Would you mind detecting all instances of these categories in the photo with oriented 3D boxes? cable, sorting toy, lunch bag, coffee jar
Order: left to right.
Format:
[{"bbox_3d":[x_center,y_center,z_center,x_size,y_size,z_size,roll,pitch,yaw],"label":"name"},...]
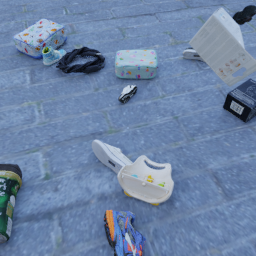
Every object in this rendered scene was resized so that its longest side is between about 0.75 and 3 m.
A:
[{"bbox_3d":[-4.231,2.307,8.946,1.309,1.071,2.510,-3,48,-3],"label":"coffee jar"},{"bbox_3d":[-4.884,-5.082,15.694,2.185,1.030,2.727,25,53,24],"label":"lunch bag"},{"bbox_3d":[-2.510,-3.561,14.548,2.564,0.651,2.092,-15,49,-12],"label":"cable"},{"bbox_3d":[0.449,-3.269,14.153,2.178,0.840,1.747,0,45,0],"label":"lunch bag"},{"bbox_3d":[0.758,1.653,9.728,1.817,0.971,1.636,17,43,14],"label":"sorting toy"}]

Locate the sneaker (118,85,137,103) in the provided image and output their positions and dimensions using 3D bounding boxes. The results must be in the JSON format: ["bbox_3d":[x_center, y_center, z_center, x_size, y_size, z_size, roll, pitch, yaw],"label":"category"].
[{"bbox_3d":[-0.090,-1.573,12.955,0.500,0.461,1.251,18,44,32],"label":"sneaker"}]

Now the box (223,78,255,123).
[{"bbox_3d":[5.250,-1.222,12.249,1.689,0.904,1.253,-30,55,-25],"label":"box"}]

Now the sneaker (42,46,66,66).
[{"bbox_3d":[-3.882,-3.987,14.731,0.577,0.946,1.450,27,53,24],"label":"sneaker"}]

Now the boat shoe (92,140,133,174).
[{"bbox_3d":[-0.524,1.038,10.431,1.946,0.690,0.679,35,40,28],"label":"boat shoe"}]

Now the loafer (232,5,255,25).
[{"bbox_3d":[4.654,-4.387,10.942,0.514,0.518,1.422,20,4,-13],"label":"loafer"}]

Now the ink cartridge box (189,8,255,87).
[{"bbox_3d":[3.375,-2.691,9.678,0.541,1.834,2.291,-43,90,-18],"label":"ink cartridge box"}]

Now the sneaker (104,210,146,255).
[{"bbox_3d":[0.087,3.483,7.981,1.062,1.020,2.709,-9,50,-15],"label":"sneaker"}]

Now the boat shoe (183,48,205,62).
[{"bbox_3d":[3.904,-3.948,14.905,1.937,0.665,0.548,13,49,14],"label":"boat shoe"}]
